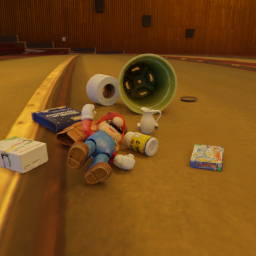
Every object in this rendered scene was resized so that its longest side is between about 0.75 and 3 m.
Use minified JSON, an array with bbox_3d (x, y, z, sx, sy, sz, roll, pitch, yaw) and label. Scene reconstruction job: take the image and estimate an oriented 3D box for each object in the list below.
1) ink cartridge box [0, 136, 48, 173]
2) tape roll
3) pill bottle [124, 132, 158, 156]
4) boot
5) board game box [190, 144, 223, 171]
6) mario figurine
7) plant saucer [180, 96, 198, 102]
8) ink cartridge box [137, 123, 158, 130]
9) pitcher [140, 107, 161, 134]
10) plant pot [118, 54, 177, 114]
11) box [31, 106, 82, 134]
[{"bbox_3d":[-3.164,0.732,8.094,1.364,0.573,0.988,10,21,27],"label":"ink cartridge box"},{"bbox_3d":[-1.263,-1.985,14.578,1.528,1.528,1.049,-14,23,-35],"label":"tape roll"},{"bbox_3d":[0.390,0.474,8.843,1.026,0.587,0.587,17,25,40],"label":"pill bottle"},{"bbox_3d":[-1.212,0.196,9.463,2.098,0.773,1.623,-2,14,33],"label":"boot"},{"bbox_3d":[2.359,0.845,8.309,0.878,0.223,1.297,6,20,17],"label":"board game box"},{"bbox_3d":[-0.622,0.230,7.946,1.518,1.768,2.865,-9,21,13],"label":"mario figurine"},{"bbox_3d":[3.393,-1.616,15.624,1.008,0.149,1.008,0,20,0],"label":"plant saucer"},{"bbox_3d":[0.769,-0.115,11.208,0.797,0.174,0.692,-1,20,-3],"label":"ink cartridge box"},{"bbox_3d":[0.844,-0.258,10.442,0.796,0.928,0.562,9,21,24],"label":"pitcher"},{"bbox_3d":[0.736,-2.201,13.749,2.713,2.713,2.494,-3,13,-8],"label":"plant pot"},{"bbox_3d":[-2.626,-0.348,11.510,1.646,0.440,2.718,-16,26,-39],"label":"box"}]
